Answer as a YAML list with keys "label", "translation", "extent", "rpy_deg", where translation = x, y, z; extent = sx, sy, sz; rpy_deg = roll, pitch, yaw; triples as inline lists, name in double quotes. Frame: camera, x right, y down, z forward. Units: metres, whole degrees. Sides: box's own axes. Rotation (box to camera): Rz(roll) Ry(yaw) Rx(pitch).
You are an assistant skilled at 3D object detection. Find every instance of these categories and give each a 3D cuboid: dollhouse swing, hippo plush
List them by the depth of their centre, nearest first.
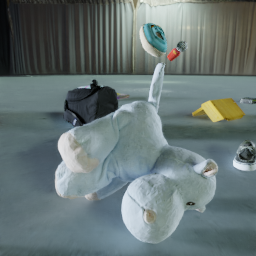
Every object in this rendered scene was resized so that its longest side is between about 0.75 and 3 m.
- label: "hippo plush"
  translation: [0.268, 0.605, 3.775]
  extent: [2.095, 1.669, 1.684]
  rpy_deg: [-37, 62, -25]
- label: "dollhouse swing"
  translation: [3.238, -0.455, 10.232]
  extent: [1.296, 1.139, 1.177]
  rpy_deg: [-10, 58, -37]

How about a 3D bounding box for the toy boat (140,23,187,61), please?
- label: "toy boat"
  translation: [1.271, -3.122, 10.093]
  extent: [1.857, 0.863, 1.561]
  rpy_deg: [21, 44, -32]

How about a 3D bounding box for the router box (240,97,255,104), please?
- label: "router box"
  translation: [6.063, -1.373, 14.035]
  extent: [0.583, 0.241, 0.777]
  rpy_deg: [12, 18, 42]

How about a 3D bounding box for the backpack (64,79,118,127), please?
- label: "backpack"
  translation: [-1.165, -0.575, 8.538]
  extent: [1.188, 1.566, 1.876]
  rpy_deg: [15, -3, -41]

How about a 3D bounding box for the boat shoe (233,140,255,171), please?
- label: "boat shoe"
  translation: [2.391, 0.520, 5.719]
  extent: [0.430, 0.423, 1.193]
  rpy_deg: [5, 14, 20]

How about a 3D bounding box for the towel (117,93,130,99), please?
- label: "towel"
  translation: [-0.948, -1.789, 15.851]
  extent: [1.848, 0.210, 1.327]
  rpy_deg: [-12, 19, -42]
